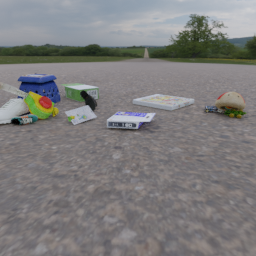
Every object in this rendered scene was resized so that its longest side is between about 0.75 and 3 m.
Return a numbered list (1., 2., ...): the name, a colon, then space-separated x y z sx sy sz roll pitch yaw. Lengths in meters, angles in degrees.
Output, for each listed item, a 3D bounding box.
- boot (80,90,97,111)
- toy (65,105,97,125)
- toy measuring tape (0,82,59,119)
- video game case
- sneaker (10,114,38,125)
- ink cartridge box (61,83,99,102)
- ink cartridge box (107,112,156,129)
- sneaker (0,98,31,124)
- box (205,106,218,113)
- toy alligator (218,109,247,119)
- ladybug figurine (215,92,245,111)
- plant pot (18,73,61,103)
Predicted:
1. boot: -1.926 -1.387 14.994 0.485 1.402 1.221 -35 -20 9
2. toy: -2.142 -0.535 12.606 1.310 0.309 0.754 -21 67 -46
3. toy measuring tape: -4.383 -1.095 12.522 2.968 1.092 1.092 24 -2 -41
4. video game case: 2.046 -1.523 16.078 2.660 0.304 2.421 15 23 39
5. sneaker: -4.468 -0.306 12.059 1.128 0.403 0.451 -7 23 -7
6. ink cartridge box: -3.112 -2.291 17.764 1.356 0.775 2.612 -14 22 -38
7. ink cartridge box: 0.198 -0.341 11.996 1.805 0.392 1.788 2 14 14
8. sneaker: -5.307 -0.825 12.717 0.921 0.971 2.411 9 21 21
9. box: 4.314 -0.975 14.508 0.636 0.184 0.801 4 17 13
10. toy alligator: 4.946 -0.685 13.337 1.306 0.314 0.433 11 52 31
11. ladybug figurine: 4.992 -1.281 13.670 1.389 0.736 2.046 10 -2 10
12. plant pot: -5.150 -2.238 16.124 1.843 1.657 1.843 6 19 19
